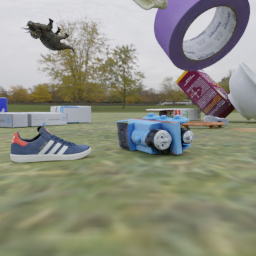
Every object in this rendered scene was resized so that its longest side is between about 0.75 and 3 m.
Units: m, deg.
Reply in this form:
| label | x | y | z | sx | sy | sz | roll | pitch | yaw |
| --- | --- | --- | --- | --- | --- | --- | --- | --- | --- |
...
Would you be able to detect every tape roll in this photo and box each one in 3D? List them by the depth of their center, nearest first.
| label | x | y | z | sx | sy | sz | roll | pitch | yaw |
| --- | --- | --- | --- | --- | --- | --- | --- | --- | --- |
| tape roll | 2.132 | -3.020 | 8.240 | 2.577 | 1.095 | 2.577 | -17 | -35 | -12 |

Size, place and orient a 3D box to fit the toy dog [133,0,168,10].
| label | x | y | z | sx | sy | sz | roll | pitch | yaw |
| --- | --- | --- | --- | --- | --- | --- | --- | --- | --- |
| toy dog | 0.291 | -2.733 | 5.214 | 1.324 | 0.953 | 1.365 | 23 | 21 | 6 |

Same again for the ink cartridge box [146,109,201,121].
| label | x | y | z | sx | sy | sz | roll | pitch | yaw |
| --- | --- | --- | --- | --- | --- | --- | --- | --- | --- |
| ink cartridge box | 2.171 | -0.621 | 13.436 | 2.366 | 0.596 | 1.289 | -3 | 5 | -28 |

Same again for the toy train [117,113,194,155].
| label | x | y | z | sx | sy | sz | roll | pitch | yaw |
| --- | --- | --- | --- | --- | --- | --- | --- | --- | --- |
| toy train | 0.331 | 0.090 | 3.697 | 0.647 | 0.491 | 1.132 | -12 | 11 | -27 |

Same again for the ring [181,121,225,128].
| label | x | y | z | sx | sy | sz | roll | pitch | yaw |
| --- | --- | --- | --- | --- | --- | --- | --- | --- | --- |
| ring | 2.145 | -0.102 | 8.800 | 1.729 | 0.166 | 1.729 | 0 | 3 | 0 |

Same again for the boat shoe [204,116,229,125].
| label | x | y | z | sx | sy | sz | roll | pitch | yaw |
| --- | --- | --- | --- | --- | --- | --- | --- | --- | --- |
| boat shoe | 3.006 | -0.256 | 9.761 | 0.908 | 0.335 | 0.387 | 3 | 2 | -11 |

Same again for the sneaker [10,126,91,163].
| label | x | y | z | sx | sy | sz | roll | pitch | yaw |
| --- | --- | --- | --- | --- | --- | --- | --- | --- | --- |
| sneaker | -0.831 | 0.164 | 3.103 | 0.876 | 0.370 | 0.328 | -1 | 4 | -28 |

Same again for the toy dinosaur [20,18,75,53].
| label | x | y | z | sx | sy | sz | roll | pitch | yaw |
| --- | --- | --- | --- | --- | --- | --- | --- | --- | --- |
| toy dinosaur | -3.088 | -3.613 | 11.113 | 2.149 | 1.099 | 0.827 | 40 | -1 | -40 |

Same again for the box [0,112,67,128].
| label | x | y | z | sx | sy | sz | roll | pitch | yaw |
| --- | --- | --- | --- | --- | --- | --- | --- | --- | --- |
| box | -3.525 | -0.312 | 9.588 | 1.773 | 0.468 | 2.275 | 3 | 6 | 32 |

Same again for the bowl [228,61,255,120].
| label | x | y | z | sx | sy | sz | roll | pitch | yaw |
| --- | --- | --- | --- | --- | --- | --- | --- | --- | --- |
| bowl | 5.291 | -1.283 | 11.988 | 1.353 | 3.010 | 3.010 | -43 | -19 | 28 |

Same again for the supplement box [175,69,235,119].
| label | x | y | z | sx | sy | sz | roll | pitch | yaw |
| --- | --- | --- | --- | --- | --- | --- | --- | --- | --- |
| supplement box | 3.629 | -1.592 | 12.936 | 1.436 | 2.603 | 1.115 | -4 | -39 | -54 |

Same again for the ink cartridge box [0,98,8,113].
| label | x | y | z | sx | sy | sz | roll | pitch | yaw |
| --- | --- | --- | --- | --- | --- | --- | --- | --- | --- |
| ink cartridge box | -5.702 | -0.645 | 10.366 | 1.808 | 1.012 | 2.651 | 3 | 7 | 44 |

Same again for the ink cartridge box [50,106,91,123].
| label | x | y | z | sx | sy | sz | roll | pitch | yaw |
| --- | --- | --- | --- | --- | --- | --- | --- | --- | --- |
| ink cartridge box | -2.424 | -0.567 | 11.729 | 1.197 | 0.702 | 1.635 | -3 | 6 | -33 |
